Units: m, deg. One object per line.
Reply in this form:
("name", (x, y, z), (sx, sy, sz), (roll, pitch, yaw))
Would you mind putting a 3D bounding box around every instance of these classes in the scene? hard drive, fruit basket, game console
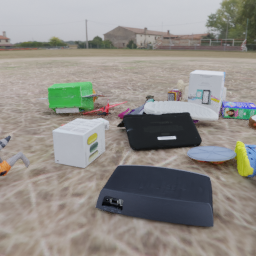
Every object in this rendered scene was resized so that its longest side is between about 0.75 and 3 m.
("hard drive", (0.632, 1.337, 5.997), (2.323, 0.492, 1.566), (5, 19, 14))
("fruit basket", (-2.397, -1.365, 13.377), (2.770, 1.402, 2.991), (-2, 0, 12))
("game console", (0.997, 0.209, 9.843), (2.415, 1.405, 2.124), (-4, 49, -13))

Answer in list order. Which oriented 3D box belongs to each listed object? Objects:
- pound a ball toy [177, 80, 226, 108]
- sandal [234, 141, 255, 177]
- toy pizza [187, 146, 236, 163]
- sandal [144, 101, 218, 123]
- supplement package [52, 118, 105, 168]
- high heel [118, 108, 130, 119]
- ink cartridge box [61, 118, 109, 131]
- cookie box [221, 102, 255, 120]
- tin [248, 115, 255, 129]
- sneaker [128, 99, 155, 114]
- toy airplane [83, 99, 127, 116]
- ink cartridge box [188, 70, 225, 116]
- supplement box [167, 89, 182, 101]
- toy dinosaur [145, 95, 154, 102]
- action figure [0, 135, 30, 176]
("pound a ball toy", (3.583, -1.574, 13.716), (2.298, 0.976, 1.499), (6, -16, 17))
("sandal", (3.287, 0.801, 7.465), (0.732, 0.668, 1.681), (9, 21, 14))
("toy pizza", (2.356, 0.778, 7.952), (1.333, 0.211, 1.333), (-4, 11, 1))
("sandal", (2.081, -0.545, 11.245), (2.968, 0.729, 1.208), (7, 32, -3))
("supplement package", (-1.369, 0.396, 8.084), (0.970, 0.977, 1.287), (7, 19, 20))
("high heel", (-0.175, -0.672, 12.409), (0.470, 0.330, 0.980), (11, 32, 1))
("ink cartridge box", (-1.688, -0.177, 10.828), (1.301, 0.405, 1.617), (-12, 23, -34))
("cookie box", (4.911, -0.781, 12.410), (1.371, 0.515, 1.173), (4, 19, 13))
("tin", (5.635, -0.298, 11.208), (2.017, 0.422, 1.129), (-16, 20, -40))
("sneaker", (0.575, -0.779, 12.082), (0.919, 0.781, 2.100), (2, 18, 21))
("toy airplane", (-1.012, -0.910, 12.949), (2.115, 0.389, 2.115), (-15, 19, 5))
("ink cartridge box", (3.485, -1.539, 12.525), (1.373, 1.880, 1.379), (9, 20, 21))
("supplement box", (2.539, -1.734, 15.171), (0.469, 0.605, 1.096), (9, 20, 26))
("toy dinosaur", (1.180, -1.677, 15.418), (0.479, 0.361, 0.937), (7, 21, 2))
("action figure", (-3.838, 0.854, 6.527), (2.264, 1.184, 2.190), (11, 13, 32))
